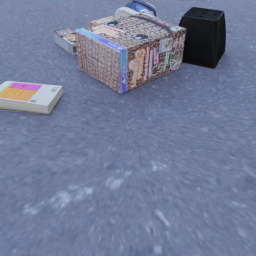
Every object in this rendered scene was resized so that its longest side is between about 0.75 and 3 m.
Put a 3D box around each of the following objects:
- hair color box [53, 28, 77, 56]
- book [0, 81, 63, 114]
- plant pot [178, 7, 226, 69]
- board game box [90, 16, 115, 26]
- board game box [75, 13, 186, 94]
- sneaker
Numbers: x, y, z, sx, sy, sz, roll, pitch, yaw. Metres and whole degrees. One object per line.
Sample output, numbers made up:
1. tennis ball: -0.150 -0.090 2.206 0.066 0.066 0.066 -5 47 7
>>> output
1. hair color box: -2.336 -3.584 11.554 0.834 0.511 1.686 -25 46 -28
2. book: -3.054 -0.980 8.446 1.842 0.443 1.230 7 37 7
3. plant pot: 2.729 -3.521 10.600 1.841 1.637 1.845 18 43 21
4. board game box: -0.746 -4.677 12.988 1.293 0.395 1.707 -27 46 -29
5. board game box: 0.097 -2.733 9.750 2.980 1.443 2.376 -29 47 -32
6. sneaker: 1.064 -4.631 12.126 2.871 1.157 2.102 34 47 18
